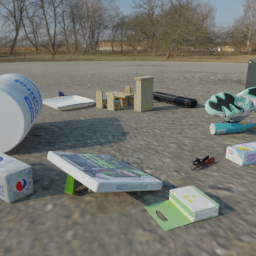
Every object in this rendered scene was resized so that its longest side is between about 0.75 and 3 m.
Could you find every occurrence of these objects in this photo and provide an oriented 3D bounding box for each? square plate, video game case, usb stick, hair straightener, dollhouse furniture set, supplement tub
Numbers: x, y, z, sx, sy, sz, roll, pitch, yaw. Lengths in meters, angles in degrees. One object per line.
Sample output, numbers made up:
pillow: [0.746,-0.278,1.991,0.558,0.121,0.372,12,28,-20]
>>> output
square plate: [-2.988,-1.240,13.754,2.071,0.297,2.091,-14,22,-38]
video game case: [-0.511,0.892,5.946,1.730,0.222,1.903,10,6,-43]
usb stick: [2.276,-1.460,14.235,0.771,0.454,2.782,-4,16,-37]
hair straightener: [1.812,0.876,7.057,0.886,0.181,0.341,-21,26,-39]
dollhouse furniture set: [-0.007,-1.728,13.260,2.328,1.515,2.138,15,22,40]
supplement tub: [-3.829,-0.572,8.665,1.968,1.968,2.984,-3,18,-8]
dollhouse furniture set: [-0.816,1.182,5.995,0.520,0.402,1.041,5,-3,40]

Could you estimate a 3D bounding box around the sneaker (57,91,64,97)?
sneaker: [-3.889,-1.983,16.184,0.297,0.309,0.788,1,17,-1]

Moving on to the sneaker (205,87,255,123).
sneaker: [3.401,-0.484,9.520,2.332,1.631,0.906,-9,62,-19]

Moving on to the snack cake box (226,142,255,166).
snack cake box: [3.186,0.664,7.368,1.027,0.345,0.591,-7,19,-22]

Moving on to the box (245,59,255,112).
box: [6.189,-1.948,12.680,1.593,2.257,0.890,-8,18,-24]

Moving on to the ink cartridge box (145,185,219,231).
ink cartridge box: [0.958,1.412,5.086,1.094,0.262,0.796,-5,18,-23]

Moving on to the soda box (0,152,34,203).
soda box: [-2.789,0.938,5.995,1.817,0.620,0.576,14,22,37]

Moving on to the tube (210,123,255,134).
tube: [3.543,-0.002,9.522,1.476,0.372,0.572,-3,-13,-11]
